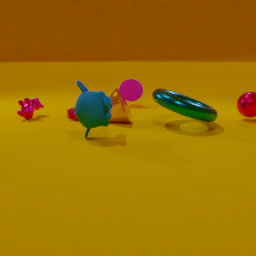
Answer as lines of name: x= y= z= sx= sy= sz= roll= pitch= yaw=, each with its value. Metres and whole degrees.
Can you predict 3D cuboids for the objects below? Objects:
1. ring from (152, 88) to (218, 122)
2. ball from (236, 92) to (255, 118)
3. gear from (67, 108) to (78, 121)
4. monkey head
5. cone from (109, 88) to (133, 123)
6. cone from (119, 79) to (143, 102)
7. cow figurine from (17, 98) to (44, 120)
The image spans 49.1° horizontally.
ring: x=1.672 y=-0.688 z=8.291 sx=2.013 sy=0.403 sz=2.013 roll=18 pitch=15 yaw=-5
ball: x=3.936 y=-0.750 z=9.005 sx=0.835 sy=0.835 sz=0.835 roll=0 pitch=15 yaw=0
gear: x=-1.414 y=-0.491 z=9.458 sx=1.239 sy=0.229 sz=1.239 roll=3 pitch=16 yaw=-1
monkey head: x=-0.844 y=-0.507 z=7.037 sx=0.889 sy=1.475 sz=1.061 roll=-3 pitch=19 yaw=7
cone: x=-0.626 y=-0.461 z=8.804 sx=1.189 sy=1.184 sz=1.184 roll=-25 pitch=11 yaw=10
cone: x=0.105 y=-1.393 z=11.701 sx=0.971 sy=0.971 sz=0.974 roll=-1 pitch=-16 yaw=-2
cow figurine: x=-3.265 y=-0.647 z=9.447 sx=0.510 sy=0.929 sz=0.914 roll=-15 pitch=-30 yaw=21
